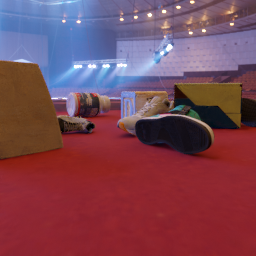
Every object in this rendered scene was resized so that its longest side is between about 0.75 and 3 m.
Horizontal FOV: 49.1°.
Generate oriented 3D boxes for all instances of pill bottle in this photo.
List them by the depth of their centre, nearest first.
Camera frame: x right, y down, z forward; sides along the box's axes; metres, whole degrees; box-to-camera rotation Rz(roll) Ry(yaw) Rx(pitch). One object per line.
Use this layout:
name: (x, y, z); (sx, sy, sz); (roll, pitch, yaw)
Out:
pill bottle: (-1.986, -1.202, 14.326); (2.022, 1.209, 1.209); (-4, 9, -33)

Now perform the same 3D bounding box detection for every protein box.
protein box: (2.967, -0.913, 10.795); (2.312, 1.571, 2.329); (2, 8, 12)

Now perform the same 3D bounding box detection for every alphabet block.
alphabet block: (0.599, -0.743, 10.644); (1.360, 1.328, 1.335); (-5, 11, -23)

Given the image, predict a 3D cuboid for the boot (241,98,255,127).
boot: (5.521, -0.423, 10.233); (1.924, 1.020, 2.923); (1, 18, -20)

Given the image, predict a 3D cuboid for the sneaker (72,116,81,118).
sneaker: (-1.989, -0.225, 10.123); (0.360, 0.417, 0.951); (4, 10, 17)

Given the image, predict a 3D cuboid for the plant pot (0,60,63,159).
plant pot: (-3.012, -0.494, 6.329); (2.225, 1.970, 2.223); (8, 11, 41)

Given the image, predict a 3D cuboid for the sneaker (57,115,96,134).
sneaker: (-1.615, -0.086, 8.652); (0.859, 0.558, 1.487); (10, 11, 42)

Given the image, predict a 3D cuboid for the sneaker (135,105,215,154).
sneaker: (1.368, 0.015, 6.618); (1.393, 0.965, 2.307); (-16, 14, -32)

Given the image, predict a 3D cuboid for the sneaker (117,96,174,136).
sneaker: (0.591, -0.449, 8.654); (0.883, 1.072, 2.331); (26, 25, 36)
